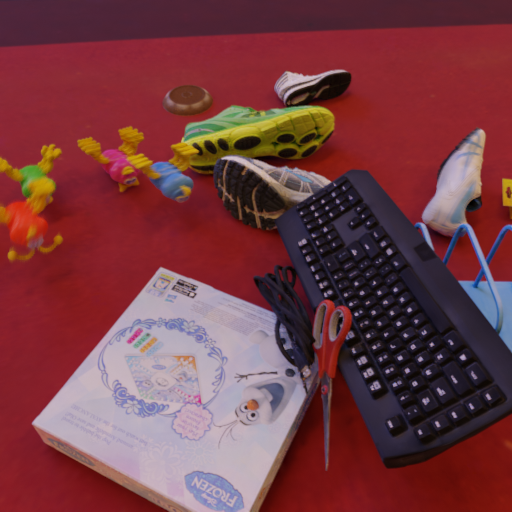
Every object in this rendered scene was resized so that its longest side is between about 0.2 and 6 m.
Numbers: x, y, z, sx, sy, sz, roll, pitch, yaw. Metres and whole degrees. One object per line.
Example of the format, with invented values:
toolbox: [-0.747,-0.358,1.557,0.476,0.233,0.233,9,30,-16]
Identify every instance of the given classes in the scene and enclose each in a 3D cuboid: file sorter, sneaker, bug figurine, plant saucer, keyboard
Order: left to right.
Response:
bug figurine: [-3.082,-1.301,10.337,3.853,0.991,2.988,-20,36,-22]
plant saucer: [-1.645,-3.773,13.398,1.214,0.222,1.214,-1,47,1]
sneaker: [0.039,-2.700,11.714,3.329,1.233,1.391,-11,52,-10]
sneaker: [0.627,-1.097,10.507,3.045,1.182,1.314,27,40,15]
sneaker: [1.298,-4.242,13.489,1.876,0.708,1.079,-22,53,-16]
keyboard: [1.161,0.471,7.449,2.516,0.958,4.834,-38,37,12]
sneaker: [3.919,-1.394,10.643,0.910,0.903,2.512,29,64,0]
file sorter: [3.649,0.696,8.118,2.921,1.792,2.027,1,47,-3]

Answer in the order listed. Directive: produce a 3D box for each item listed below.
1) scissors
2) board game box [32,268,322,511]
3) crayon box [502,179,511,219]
scissors: [0.865,1.565,7.055,0.142,0.747,2.043,13,80,-26]
board game box: [-0.874,1.864,7.872,3.057,0.663,3.042,21,50,18]
crayon box: [5.382,-1.008,10.755,1.345,0.342,0.854,13,49,11]
